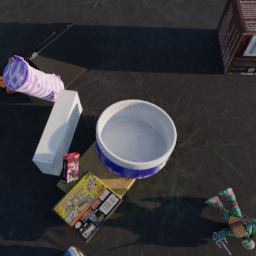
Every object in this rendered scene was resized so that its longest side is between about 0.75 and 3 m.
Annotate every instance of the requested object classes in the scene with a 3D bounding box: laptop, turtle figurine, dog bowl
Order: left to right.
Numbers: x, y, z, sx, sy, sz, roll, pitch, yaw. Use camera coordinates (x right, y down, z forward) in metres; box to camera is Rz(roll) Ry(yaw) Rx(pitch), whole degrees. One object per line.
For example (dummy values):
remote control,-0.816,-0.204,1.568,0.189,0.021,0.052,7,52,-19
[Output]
laptop,-3.175,-3.305,12.575,2.801,1.623,2.623,21,60,43
dog bowl,0.238,0.358,9.827,2.722,1.072,2.722,4,53,-5
turtle figurine,3.331,3.013,8.679,1.563,1.051,2.088,-40,59,25

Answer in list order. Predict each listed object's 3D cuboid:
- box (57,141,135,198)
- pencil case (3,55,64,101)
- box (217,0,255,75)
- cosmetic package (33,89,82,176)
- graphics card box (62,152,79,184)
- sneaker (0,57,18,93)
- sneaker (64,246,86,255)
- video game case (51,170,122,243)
box,-0.892,1.631,9.819,2.054,0.267,2.513,33,67,16
pencil case,-3.310,-1.684,10.226,1.107,2.637,1.128,22,93,13
box,5.317,-4.033,11.751,2.322,2.298,2.799,1,61,1
cosmetic package,-2.473,0.126,10.119,0.734,1.196,2.897,11,61,5
graphics card box,-1.793,1.250,8.752,0.224,0.553,0.882,12,102,27
sneaker,-5.054,-2.206,11.695,0.971,0.672,1.733,-15,62,-10
sneaker,-1.208,4.672,7.883,1.113,0.980,2.496,-40,61,-10
video game case,-1.313,2.488,9.075,1.557,0.220,1.723,37,69,18
